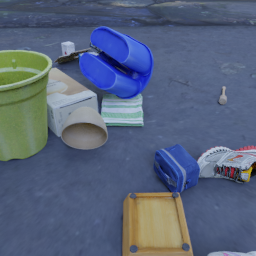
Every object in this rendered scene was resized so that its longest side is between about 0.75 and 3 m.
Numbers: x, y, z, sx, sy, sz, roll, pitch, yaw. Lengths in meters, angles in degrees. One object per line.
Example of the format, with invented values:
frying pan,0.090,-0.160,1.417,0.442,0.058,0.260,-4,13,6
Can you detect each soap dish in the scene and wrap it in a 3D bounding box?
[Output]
soap dish,0.540,1.949,5.371,1.290,0.666,1.640,0,34,0

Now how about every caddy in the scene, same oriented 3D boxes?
caddy,-0.363,-2.282,9.913,1.515,2.041,2.887,12,24,-48

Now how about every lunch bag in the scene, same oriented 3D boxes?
lunch bag,1.121,1.015,6.711,0.761,0.781,1.150,-15,38,-21

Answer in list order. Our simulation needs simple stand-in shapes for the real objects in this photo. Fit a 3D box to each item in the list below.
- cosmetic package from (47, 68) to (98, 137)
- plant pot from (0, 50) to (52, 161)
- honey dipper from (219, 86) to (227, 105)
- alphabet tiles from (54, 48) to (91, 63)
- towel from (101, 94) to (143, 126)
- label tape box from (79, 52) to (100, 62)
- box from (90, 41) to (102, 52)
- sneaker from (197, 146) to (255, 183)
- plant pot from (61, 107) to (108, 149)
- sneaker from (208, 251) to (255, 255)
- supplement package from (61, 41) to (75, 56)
cosmetic package,-2.425,-1.013,9.581,1.565,1.058,2.976,-24,40,-31
plant pot,-3.240,-0.535,7.616,2.624,2.412,2.624,1,34,0
honey dipper,3.685,-1.316,10.807,0.269,0.269,1.419,10,33,15
alphabet tiles,-2.760,-3.501,13.691,1.621,0.061,1.355,-24,7,-32
towel,-0.196,-0.675,9.710,1.470,0.225,1.927,0,36,-1
label tape box,-1.288,-3.200,13.397,1.864,0.616,1.336,-14,35,-18
box,-0.367,-3.722,13.549,1.960,0.605,2.454,-5,34,-44
sneaker,2.582,0.921,6.871,1.984,0.772,0.815,-7,34,-10
plant pot,-1.184,-0.097,7.758,1.250,1.250,0.840,-1,53,-2
sneaker,1.546,2.848,3.696,1.232,1.136,2.792,5,25,9
supplement package,-3.057,-3.957,14.381,0.479,0.801,0.485,-28,42,-36
